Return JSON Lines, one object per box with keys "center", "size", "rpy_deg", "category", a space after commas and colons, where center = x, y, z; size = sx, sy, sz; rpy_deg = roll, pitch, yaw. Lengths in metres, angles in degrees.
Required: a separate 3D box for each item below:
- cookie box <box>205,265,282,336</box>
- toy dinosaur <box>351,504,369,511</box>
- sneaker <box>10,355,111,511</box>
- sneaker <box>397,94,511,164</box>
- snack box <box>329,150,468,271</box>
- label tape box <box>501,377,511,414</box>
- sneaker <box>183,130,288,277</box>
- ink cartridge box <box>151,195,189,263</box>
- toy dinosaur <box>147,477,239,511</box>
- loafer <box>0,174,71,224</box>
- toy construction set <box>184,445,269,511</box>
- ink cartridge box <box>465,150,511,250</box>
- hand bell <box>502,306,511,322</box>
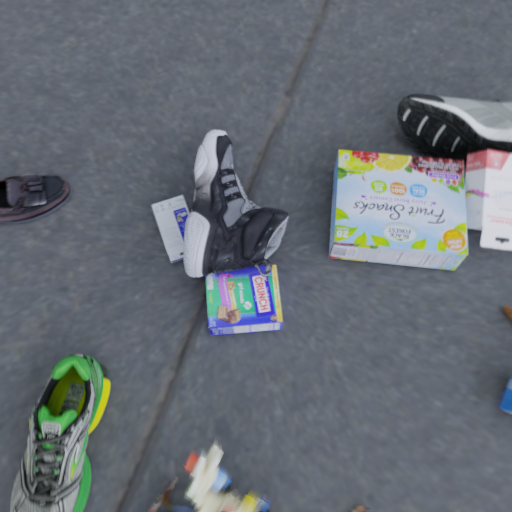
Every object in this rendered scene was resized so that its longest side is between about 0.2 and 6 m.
{"center": [-0.216, 0.754, 9.597], "size": [1.241, 0.466, 1.061], "rpy_deg": [-5, 66, -3], "category": "cookie box"}
{"center": [1.639, 4.173, 8.256], "size": [0.581, 0.368, 0.858], "rpy_deg": [-29, 76, -18], "category": "toy dinosaur"}
{"center": [-3.049, 2.853, 8.314], "size": [1.136, 1.240, 2.911], "rpy_deg": [6, 68, 2], "category": "sneaker"}
{"center": [4.218, -2.434, 10.669], "size": [3.170, 1.172, 1.257], "rpy_deg": [16, 59, 0], "category": "sneaker"}
{"center": [2.527, -0.834, 10.089], "size": [2.294, 0.776, 1.934], "rpy_deg": [6, 66, 3], "category": "snack box"}
{"center": [4.432, 2.309, 8.888], "size": [0.957, 0.303, 0.690], "rpy_deg": [26, 81, -17], "category": "label tape box"}
{"center": [-0.294, -0.903, 9.911], "size": [1.712, 1.135, 3.008], "rpy_deg": [7, 59, -3], "category": "sneaker"}
{"center": [-1.437, -0.463, 10.233], "size": [0.626, 0.247, 1.259], "rpy_deg": [-18, 67, -8], "category": "ink cartridge box"}
{"center": [-0.698, 4.196, 8.207], "size": [1.975, 1.142, 2.176], "rpy_deg": [42, 107, 6], "category": "toy dinosaur"}
{"center": [-4.578, -1.036, 10.210], "size": [2.267, 0.714, 0.815], "rpy_deg": [-15, 68, -6], "category": "loafer"}
{"center": [-0.230, 3.592, 7.634], "size": [1.006, 1.432, 2.184], "rpy_deg": [-44, 85, -5], "category": "toy construction set"}
{"center": [4.234, -0.945, 9.942], "size": [0.973, 0.564, 1.671], "rpy_deg": [6, 88, -19], "category": "ink cartridge box"}
{"center": [4.779, 1.328, 9.362], "size": [0.759, 0.759, 1.459], "rpy_deg": [-41, 62, -15], "category": "hand bell"}
